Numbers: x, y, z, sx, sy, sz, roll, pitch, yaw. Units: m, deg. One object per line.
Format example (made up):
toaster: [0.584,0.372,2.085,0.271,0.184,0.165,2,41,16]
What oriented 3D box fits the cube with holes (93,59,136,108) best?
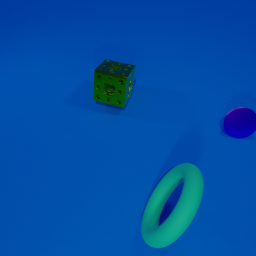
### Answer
cube with holes: [-0.415,-1.387,8.576,0.992,0.992,0.992,14,35,9]

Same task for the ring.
ring: [0.901,1.595,5.936,0.381,1.906,1.906,33,55,-8]

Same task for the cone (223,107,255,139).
cone: [3.245,-0.327,8.297,0.955,0.955,0.959,7,26,6]
